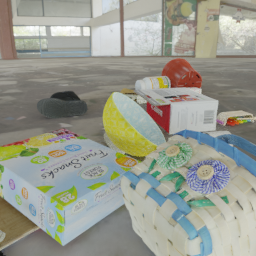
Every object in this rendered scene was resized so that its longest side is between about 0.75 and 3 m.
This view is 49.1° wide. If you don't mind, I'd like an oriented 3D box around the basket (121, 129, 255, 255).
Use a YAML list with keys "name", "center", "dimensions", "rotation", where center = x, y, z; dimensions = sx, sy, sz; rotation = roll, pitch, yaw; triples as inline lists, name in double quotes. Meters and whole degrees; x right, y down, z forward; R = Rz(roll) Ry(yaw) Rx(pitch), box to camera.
- name: "basket"
  center: [1.510, 1.026, 4.333]
  dimensions: [2.758, 1.918, 2.431]
  rotation: [-18, 26, -25]

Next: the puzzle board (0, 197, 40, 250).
- name: "puzzle board"
  center: [-2.035, 1.607, 5.420]
  dimensions: [1.398, 0.161, 1.855]
  rotation: [14, 22, 38]

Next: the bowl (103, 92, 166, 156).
- name: "bowl"
  center: [-0.031, 0.097, 8.049]
  dimensions: [2.103, 1.132, 2.103]
  rotation: [40, 20, -18]

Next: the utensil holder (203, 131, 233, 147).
- name: "utensil holder"
  center: [2.643, 0.406, 8.357]
  dimensions: [0.756, 0.643, 0.643]
  rotation: [-3, 18, -19]

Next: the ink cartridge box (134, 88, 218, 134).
- name: "ink cartridge box"
  center: [1.690, -0.764, 11.014]
  dimensions: [2.454, 1.172, 2.795]
  rotation: [-4, 19, -12]

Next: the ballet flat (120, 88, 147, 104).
- name: "ballet flat"
  center: [0.487, -1.574, 14.587]
  dimensions: [2.311, 0.793, 0.728]
  rotation: [11, 49, 38]

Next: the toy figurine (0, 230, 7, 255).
- name: "toy figurine"
  center: [-2.159, 1.761, 3.920]
  dimensions: [0.547, 0.773, 0.786]
  rotation: [15, 24, 18]

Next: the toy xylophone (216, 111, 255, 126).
- name: "toy xylophone"
  center: [4.326, -0.369, 11.091]
  dimensions: [1.543, 0.388, 1.130]
  rotation: [-3, 18, -10]

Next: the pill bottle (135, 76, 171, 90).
- name: "pill bottle"
  center: [1.439, -2.463, 16.428]
  dimensions: [1.906, 1.075, 1.075]
  rotation: [-9, 20, -25]

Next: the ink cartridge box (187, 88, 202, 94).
- name: "ink cartridge box"
  center: [3.503, -1.857, 15.287]
  dimensions: [0.964, 0.620, 0.604]
  rotation: [-3, 18, -14]

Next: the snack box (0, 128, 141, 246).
- name: "snack box"
  center: [-1.313, 0.926, 5.736]
  dimensions: [2.515, 0.851, 2.121]
  rotation: [21, 26, 32]

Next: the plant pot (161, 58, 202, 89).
- name: "plant pot"
  center: [3.271, -2.914, 16.661]
  dimensions: [2.062, 2.062, 2.005]
  rotation: [-4, 26, -12]

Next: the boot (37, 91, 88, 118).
- name: "boot"
  center: [-3.207, -1.221, 12.882]
  dimensions: [2.146, 0.855, 2.604]
  rotation: [2, 19, -26]
